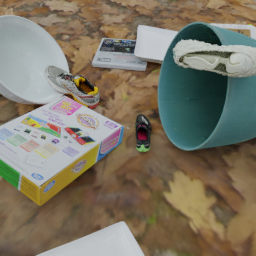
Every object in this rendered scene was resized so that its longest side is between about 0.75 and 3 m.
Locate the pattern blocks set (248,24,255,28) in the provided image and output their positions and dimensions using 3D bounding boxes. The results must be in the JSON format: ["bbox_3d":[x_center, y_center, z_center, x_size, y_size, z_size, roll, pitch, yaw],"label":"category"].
[{"bbox_3d":[5.031,-3.996,11.380,0.913,0.074,0.802,8,47,7],"label":"pattern blocks set"}]

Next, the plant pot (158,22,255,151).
[{"bbox_3d":[2.375,-0.893,6.775,2.292,2.856,2.856,1,45,-21],"label":"plant pot"}]

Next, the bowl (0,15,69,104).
[{"bbox_3d":[-3.086,-1.738,8.075,1.185,2.636,2.636,-21,35,37],"label":"bowl"}]

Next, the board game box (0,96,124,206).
[{"bbox_3d":[-1.718,0.301,6.596,2.100,0.553,2.745,28,39,24],"label":"board game box"}]

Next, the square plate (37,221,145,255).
[{"bbox_3d":[-0.396,2.684,4.701,1.872,0.266,1.855,-10,47,-35],"label":"square plate"}]

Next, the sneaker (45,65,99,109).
[{"bbox_3d":[-1.572,-1.331,8.117,1.827,0.751,0.711,31,54,3],"label":"sneaker"}]

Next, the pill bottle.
[{"bbox_3d":[3.742,-2.877,9.550,2.142,1.225,1.225,3,47,3],"label":"pill bottle"}]

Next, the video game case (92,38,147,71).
[{"bbox_3d":[-0.189,-2.668,10.054,1.857,0.217,1.688,6,48,7],"label":"video game case"}]

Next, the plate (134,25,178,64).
[{"bbox_3d":[1.331,-2.853,9.980,2.157,0.349,2.162,10,47,-3],"label":"plate"}]

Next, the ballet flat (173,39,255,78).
[{"bbox_3d":[1.557,-1.111,4.776,1.642,0.589,0.589,10,48,12],"label":"ballet flat"}]

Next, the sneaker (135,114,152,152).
[{"bbox_3d":[0.411,0.048,7.300,0.466,0.508,1.213,-3,47,-1],"label":"sneaker"}]

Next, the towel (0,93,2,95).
[{"bbox_3d":[-4.931,-1.235,8.630,2.069,0.328,2.880,28,53,24],"label":"towel"}]

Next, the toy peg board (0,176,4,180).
[{"bbox_3d":[-3.264,0.505,6.838,1.168,0.572,1.164,15,49,13],"label":"toy peg board"}]
